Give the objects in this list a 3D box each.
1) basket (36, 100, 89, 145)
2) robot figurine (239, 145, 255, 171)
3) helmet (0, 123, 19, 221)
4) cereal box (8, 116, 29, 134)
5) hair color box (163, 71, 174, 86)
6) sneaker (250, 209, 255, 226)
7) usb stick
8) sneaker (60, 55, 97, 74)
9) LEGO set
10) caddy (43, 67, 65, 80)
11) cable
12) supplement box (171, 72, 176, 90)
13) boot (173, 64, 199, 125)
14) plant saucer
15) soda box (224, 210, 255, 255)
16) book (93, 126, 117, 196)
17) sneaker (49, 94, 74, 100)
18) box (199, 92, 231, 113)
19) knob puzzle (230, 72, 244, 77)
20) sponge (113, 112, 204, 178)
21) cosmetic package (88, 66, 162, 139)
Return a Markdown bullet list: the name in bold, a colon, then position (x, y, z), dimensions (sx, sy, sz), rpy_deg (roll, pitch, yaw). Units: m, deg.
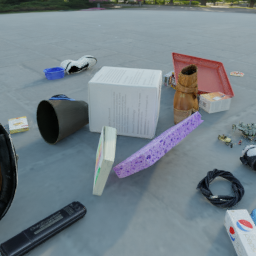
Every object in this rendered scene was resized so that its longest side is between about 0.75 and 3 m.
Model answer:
- **basket**: position (-2.279, -0.382, 10.370), dimensions (1.205, 1.597, 1.771), rpy_deg (7, 17, 35)
- **robot figurine**: position (3.949, 0.933, 8.650), dimensions (0.738, 0.613, 0.983), rpy_deg (18, 25, -17)
- **helmet**: position (-3.977, 0.879, 6.395), dimensions (2.884, 2.884, 2.749), rpy_deg (-20, 30, -32)
- **cereal box**: position (-4.309, -0.129, 11.013), dimensions (0.690, 0.190, 0.960), rpy_deg (-12, 31, -21)
- **hair color box**: position (2.299, -2.711, 15.307), dimensions (0.336, 0.548, 1.107), rpy_deg (18, 34, 29)
- **sneaker**: position (3.391, 2.306, 5.999), dimensions (0.687, 0.789, 1.754), rpy_deg (-11, 31, -19)
- **usb stick**: position (-1.893, 2.328, 6.448), dimensions (2.047, 0.334, 0.568), rpy_deg (-25, 32, -37)
- **sneaker**: position (-2.883, -3.778, 17.143), dimensions (2.329, 0.859, 0.932), rpy_deg (-22, 47, -25)
- **LEGO set**: position (4.239, 0.109, 10.211), dimensions (1.278, 0.558, 1.968), rpy_deg (25, 37, 37)
- **caddy**: position (-4.252, -3.226, 16.158), dimensions (1.208, 0.634, 0.854), rpy_deg (-16, 32, -27)
- **cable**: position (2.635, 1.604, 7.727), dimensions (1.137, 0.354, 1.393), rpy_deg (26, 38, 38)
- **supplement box**: position (2.761, -2.509, 14.674), dimensions (0.825, 0.814, 0.548), rpy_deg (-9, 30, -15)
- **boot**: position (2.443, -1.607, 11.630), dimensions (1.073, 2.172, 2.797), rpy_deg (13, 31, 21)
- **plant saucer**: position (3.570, -2.549, 13.974), dimensions (2.892, 0.532, 2.897), rpy_deg (9, 45, -7)
- **soda box**: position (2.580, 2.459, 6.064), dimensions (0.497, 0.465, 1.460), rpy_deg (-1, 28, -2)
- **book**: position (-0.693, 0.898, 8.133), dimensions (0.435, 1.208, 1.808), rpy_deg (15, 26, -11)
- **sneaker**: position (-2.865, -1.272, 12.740), dimensions (1.490, 0.523, 0.581), rpy_deg (10, 38, 21)
- **box**: position (3.854, -1.146, 12.453), dimensions (1.090, 0.580, 0.830), rpy_deg (-11, 31, -20)
- **knob puzzle**: position (6.562, -3.290, 16.796), dimensions (0.897, 0.124, 0.897), rpy_deg (0, 29, 0)
- **sponge**: position (0.993, 0.495, 8.575), dimensions (2.866, 0.427, 1.599), rpy_deg (-33, -2, -40)
- **cosmetic package**: position (-0.042, -1.057, 10.772), dimensions (2.457, 2.043, 2.056), rpy_deg (6, 30, 10)
